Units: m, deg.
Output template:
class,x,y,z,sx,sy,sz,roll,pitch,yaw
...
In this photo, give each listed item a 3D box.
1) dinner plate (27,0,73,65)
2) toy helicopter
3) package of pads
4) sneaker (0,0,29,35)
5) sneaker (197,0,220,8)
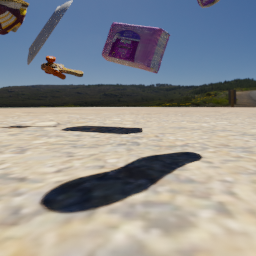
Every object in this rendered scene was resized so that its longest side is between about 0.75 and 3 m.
class,x,y,z,sx,sy,sz,roll,pitch,yaw
dinner plate,-2.895,-3.471,10.007,0.339,2.798,2.798,36,-11,-24
toy helicopter,-2.574,-2.253,10.957,1.652,0.651,1.092,11,26,-7
package of pads,0.261,-3.126,10.835,2.548,1.535,0.964,24,6,38
sneaker,-2.303,-1.929,4.770,0.606,0.729,1.617,30,23,7
sneaker,1.615,-3.529,6.287,0.828,1.303,2.286,-22,-15,32
